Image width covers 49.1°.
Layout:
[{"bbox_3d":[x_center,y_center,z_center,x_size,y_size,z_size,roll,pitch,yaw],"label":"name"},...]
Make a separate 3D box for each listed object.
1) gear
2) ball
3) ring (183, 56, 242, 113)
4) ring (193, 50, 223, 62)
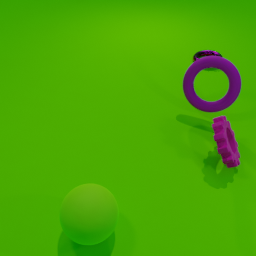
[{"bbox_3d":[2.343,0.321,6.654,0.227,1.227,1.227,-19,35,30],"label":"gear"},{"bbox_3d":[-0.730,1.622,5.317,1.113,1.113,1.113,0,44,0],"label":"ball"},{"bbox_3d":[2.245,-1.166,7.585,1.540,1.540,0.308,18,24,18],"label":"ring"},{"bbox_3d":[2.930,-2.567,10.297,1.078,0.216,1.078,-3,41,3],"label":"ring"}]
